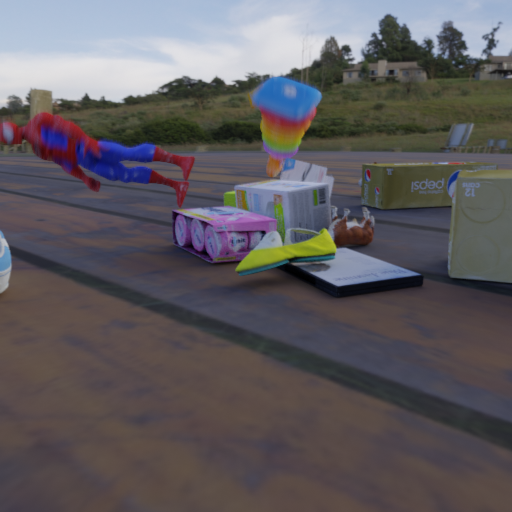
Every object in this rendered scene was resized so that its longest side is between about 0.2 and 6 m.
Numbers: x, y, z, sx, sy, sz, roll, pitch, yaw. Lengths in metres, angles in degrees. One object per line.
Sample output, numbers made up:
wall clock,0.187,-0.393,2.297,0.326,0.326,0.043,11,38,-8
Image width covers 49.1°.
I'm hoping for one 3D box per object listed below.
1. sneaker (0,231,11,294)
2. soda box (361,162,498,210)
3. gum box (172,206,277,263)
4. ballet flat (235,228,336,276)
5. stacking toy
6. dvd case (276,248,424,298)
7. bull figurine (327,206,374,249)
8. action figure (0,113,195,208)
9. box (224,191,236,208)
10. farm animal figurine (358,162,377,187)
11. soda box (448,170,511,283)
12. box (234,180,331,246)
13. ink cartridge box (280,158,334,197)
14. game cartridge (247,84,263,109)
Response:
sneaker,-3.787,0.271,6.154,0.941,0.949,2.619,5,15,16
soda box,4.678,-1.945,15.182,3.555,1.138,1.204,-5,13,-18
gum box,-0.566,-0.389,9.522,1.128,0.657,1.987,-6,14,-27
ballet flat,0.400,-0.098,7.849,1.623,0.544,0.542,-9,-4,-27
stacking toy,0.481,-2.303,10.808,1.084,1.975,1.146,25,46,13
dvd case,1.235,0.198,8.118,1.393,0.171,1.952,-6,14,-24
bull figurine,1.585,-0.467,9.855,1.251,0.759,0.407,-2,16,-35
action figure,-2.793,-1.707,9.680,3.308,1.082,0.855,17,52,-4
box,0.231,-1.446,14.569,1.861,0.443,1.134,8,15,31
farm animal figurine,4.148,-2.219,17.235,1.704,0.889,1.686,13,29,22
soda box,4.940,-0.354,7.560,4.384,1.485,1.403,5,14,20
box,0.471,-0.842,10.492,0.931,1.033,1.836,-14,17,-30
ink cartridge box,1.066,-1.557,11.654,1.122,0.651,0.380,14,-17,-2
game cartridge,0.038,-3.572,12.529,0.451,0.083,0.511,-31,46,20
